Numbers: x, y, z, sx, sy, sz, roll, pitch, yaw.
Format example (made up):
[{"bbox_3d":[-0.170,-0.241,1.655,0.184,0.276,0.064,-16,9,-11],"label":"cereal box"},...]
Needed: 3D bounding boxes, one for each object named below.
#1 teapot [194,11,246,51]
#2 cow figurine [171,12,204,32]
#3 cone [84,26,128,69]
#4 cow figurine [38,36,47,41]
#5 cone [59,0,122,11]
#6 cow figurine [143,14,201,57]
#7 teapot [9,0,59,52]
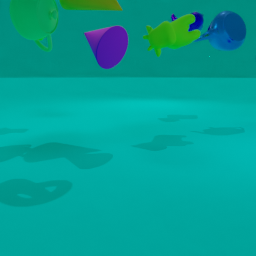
[{"bbox_3d":[2.896,-2.888,8.556,1.929,1.199,0.944,-17,2,-26],"label":"teapot"},{"bbox_3d":[2.249,-3.984,10.815,1.667,0.915,1.640,-35,-8,0],"label":"cow figurine"},{"bbox_3d":[-0.634,-1.858,5.942,0.916,0.912,0.912,35,28,28],"label":"cone"},{"bbox_3d":[-2.861,-3.232,8.688,1.083,0.595,1.066,33,27,-14],"label":"cow figurine"},{"bbox_3d":[-0.699,-3.167,6.739,1.349,1.344,1.344,33,16,5],"label":"cone"},{"bbox_3d":[1.087,-2.362,7.258,1.461,0.815,1.484,-22,5,0],"label":"cow figurine"},{"bbox_3d":[-2.042,-2.654,6.342,0.923,1.885,1.172,9,36,16],"label":"teapot"}]
